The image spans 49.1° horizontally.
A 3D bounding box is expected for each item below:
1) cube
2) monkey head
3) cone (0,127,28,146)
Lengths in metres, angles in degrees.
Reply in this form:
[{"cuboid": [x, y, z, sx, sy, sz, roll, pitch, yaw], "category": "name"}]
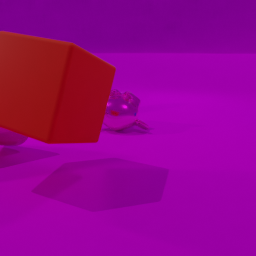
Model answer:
[{"cuboid": [-1.117, -0.537, 4.152, 1.265, 1.265, 1.265, 16, 4, 22], "category": "cube"}, {"cuboid": [-0.235, -0.347, 7.273, 1.674, 1.009, 1.204, 10, -23, 4], "category": "monkey head"}, {"cuboid": [-2.815, -0.059, 5.053, 1.457, 1.457, 1.462, 7, 23, 23], "category": "cone"}]
